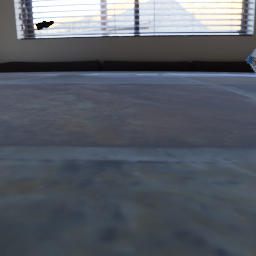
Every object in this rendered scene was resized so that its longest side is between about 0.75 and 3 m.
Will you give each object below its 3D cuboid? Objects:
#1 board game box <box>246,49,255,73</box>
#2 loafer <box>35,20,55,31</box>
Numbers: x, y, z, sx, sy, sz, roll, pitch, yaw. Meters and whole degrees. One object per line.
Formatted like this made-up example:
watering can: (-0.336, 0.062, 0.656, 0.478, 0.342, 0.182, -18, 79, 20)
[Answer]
board game box: (3.576, -1.803, 7.349, 0.121, 0.934, 0.934, -4, 58, -19)
loafer: (-3.154, -3.937, 10.578, 0.780, 0.282, 0.284, -15, 48, 13)
